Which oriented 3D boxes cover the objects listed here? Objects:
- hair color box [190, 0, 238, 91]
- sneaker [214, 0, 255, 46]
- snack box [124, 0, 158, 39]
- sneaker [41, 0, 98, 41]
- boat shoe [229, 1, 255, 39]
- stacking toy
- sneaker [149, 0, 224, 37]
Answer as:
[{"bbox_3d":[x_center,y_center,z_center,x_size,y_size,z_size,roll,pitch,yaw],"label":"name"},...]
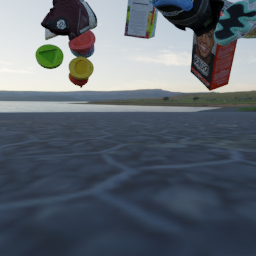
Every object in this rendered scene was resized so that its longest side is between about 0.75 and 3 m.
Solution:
[{"bbox_3d":[2.732,-2.652,8.978,0.806,2.632,1.336,-20,47,-12],"label":"hair color box"},{"bbox_3d":[2.983,-2.495,6.406,1.447,2.069,0.804,24,25,-52],"label":"sneaker"},{"bbox_3d":[0.510,-3.588,7.898,0.732,1.966,2.764,10,20,5],"label":"snack box"},{"bbox_3d":[-1.900,-3.277,7.207,1.304,2.258,0.854,-36,5,0],"label":"sneaker"},{"bbox_3d":[3.654,-3.830,9.531,2.587,0.944,0.814,43,4,36],"label":"boat shoe"},{"bbox_3d":[-2.191,-2.603,10.148,2.014,2.225,0.940,9,-25,-9],"label":"stacking toy"},{"bbox_3d":[0.929,-1.797,4.217,0.780,0.912,2.201,-42,6,27],"label":"sneaker"}]
